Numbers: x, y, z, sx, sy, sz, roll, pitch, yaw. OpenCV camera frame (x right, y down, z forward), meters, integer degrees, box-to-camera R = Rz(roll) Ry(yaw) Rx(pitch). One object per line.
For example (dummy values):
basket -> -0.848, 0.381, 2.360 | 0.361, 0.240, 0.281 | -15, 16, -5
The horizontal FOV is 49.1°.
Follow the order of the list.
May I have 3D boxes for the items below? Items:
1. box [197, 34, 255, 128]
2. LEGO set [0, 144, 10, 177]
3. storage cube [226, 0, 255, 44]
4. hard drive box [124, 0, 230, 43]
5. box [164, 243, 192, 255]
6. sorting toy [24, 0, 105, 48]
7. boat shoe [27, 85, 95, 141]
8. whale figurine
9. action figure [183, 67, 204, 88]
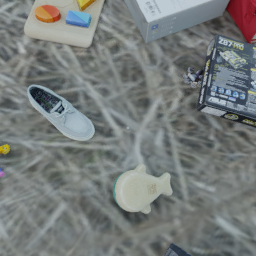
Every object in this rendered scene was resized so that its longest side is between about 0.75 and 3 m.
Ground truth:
box -> 3.076, -1.058, 6.941 | 2.444, 0.600, 1.970 | 15, 75, -4
LEGO set -> -3.143, 0.644, 6.633 | 0.614, 0.571, 1.497 | -21, 68, -9
storage cube -> 3.954, -4.108, 7.095 | 2.745, 2.346, 2.467 | -22, 73, -6
hard drive box -> 1.241, -3.711, 7.692 | 2.437, 0.936, 1.899 | -21, 75, -6
box -> 1.423, 3.300, 4.642 | 2.097, 2.825, 1.512 | 33, 76, 9
sorting toy -> -2.174, -3.476, 7.899 | 2.817, 0.415, 2.083 | 11, 74, 3
boat shoe -> -1.689, -0.382, 6.836 | 1.961, 0.699, 0.684 | 35, 76, 10
whale figurine -> 0.320, 1.376, 6.406 | 1.399, 0.726, 1.113 | -7, 86, -25
action figure -> 1.852, -1.386, 7.328 | 0.924, 0.321, 0.601 | -25, 70, -10
